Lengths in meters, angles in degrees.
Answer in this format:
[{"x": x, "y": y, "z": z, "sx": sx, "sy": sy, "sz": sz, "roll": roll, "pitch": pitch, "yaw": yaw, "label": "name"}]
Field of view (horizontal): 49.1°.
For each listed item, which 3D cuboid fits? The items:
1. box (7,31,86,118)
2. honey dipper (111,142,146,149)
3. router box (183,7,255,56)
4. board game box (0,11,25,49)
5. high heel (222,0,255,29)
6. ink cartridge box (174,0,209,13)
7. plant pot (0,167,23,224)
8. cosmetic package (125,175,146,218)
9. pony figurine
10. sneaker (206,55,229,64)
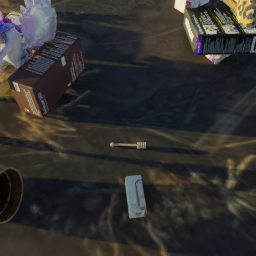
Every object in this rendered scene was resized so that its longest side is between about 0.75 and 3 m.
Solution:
[{"x": -2.120, "y": -1.520, "z": 7.698, "sx": 0.857, "sy": 1.146, "sz": 2.288, "roll": 21, "pitch": 56, "yaw": 16, "label": "box"}, {"x": 0.003, "y": 0.422, "z": 6.845, "sx": 0.866, "sy": 0.165, "sz": 0.165, "roll": 1, "pitch": 53, "yaw": 3, "label": "honey dipper"}, {"x": 2.897, "y": -3.165, "z": 8.936, "sx": 1.908, "sy": 0.653, "sz": 2.558, "roll": 0, "pitch": 40, "yaw": 2, "label": "router box"}, {"x": -3.822, "y": -3.284, "z": 9.521, "sx": 1.268, "sy": 0.388, "sz": 1.674, "roll": 16, "pitch": 54, "yaw": 12, "label": "board game box"}, {"x": 1.771, "y": -2.759, "z": 5.590, "sx": 1.676, "sy": 0.839, "sz": 2.351, "roll": 9, "pitch": 55, "yaw": 6, "label": "high heel"}, {"x": 2.485, "y": -5.104, "z": 10.529, "sx": 1.379, "sy": 0.998, "sz": 0.582, "roll": -31, "pitch": 59, "yaw": -21, "label": "ink cartridge box"}, {"x": -2.909, "y": 1.308, "z": 5.651, "sx": 1.081, "sy": 1.092, "sz": 1.092, "roll": 2, "pitch": 52, "yaw": 10, "label": "plant pot"}, {"x": 0.155, "y": 1.439, "z": 5.907, "sx": 0.343, "sy": 0.406, "sz": 0.786, "roll": -5, "pitch": 54, "yaw": -6, "label": "cosmetic package"}, {"x": -3.124, "y": -2.351, "z": 7.457, "sx": 2.330, "sy": 2.701, "sz": 2.798, "roll": 27, "pitch": 61, "yaw": 15, "label": "pony figurine"}, {"x": 2.920, "y": -2.505, "z": 8.909, "sx": 1.063, "sy": 0.385, "sz": 0.606, "roll": -32, "pitch": 62, "yaw": -22, "label": "sneaker"}]
